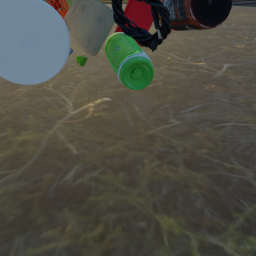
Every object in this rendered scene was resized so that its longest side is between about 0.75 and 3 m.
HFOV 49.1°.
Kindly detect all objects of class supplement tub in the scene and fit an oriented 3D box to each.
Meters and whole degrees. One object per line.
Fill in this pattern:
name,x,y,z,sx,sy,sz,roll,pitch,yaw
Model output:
supplement tub,1.505,-3.090,7.104,1.192,1.192,2.228,-9,20,-16
supplement tub,-1.953,-1.771,5.668,1.517,1.517,2.299,-6,19,-11

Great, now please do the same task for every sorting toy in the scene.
sorting toy,-1.056,-2.812,7.584,1.396,2.480,0.338,37,14,18

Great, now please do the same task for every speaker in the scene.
speaker,-0.019,-1.783,7.240,0.924,0.924,2.088,-7,37,-13

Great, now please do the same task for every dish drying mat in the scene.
dish drying mat,0.398,-4.039,9.941,1.121,2.919,0.266,28,20,1

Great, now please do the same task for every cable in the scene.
cable,0.172,-2.034,4.968,0.341,1.097,1.344,-40,85,-22

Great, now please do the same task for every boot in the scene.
boot,-2.179,-3.743,8.671,0.728,1.940,1.040,-24,-10,2

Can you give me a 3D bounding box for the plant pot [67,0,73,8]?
plant pot,-2.032,-4.433,10.544,0.794,0.863,0.863,33,9,-36
